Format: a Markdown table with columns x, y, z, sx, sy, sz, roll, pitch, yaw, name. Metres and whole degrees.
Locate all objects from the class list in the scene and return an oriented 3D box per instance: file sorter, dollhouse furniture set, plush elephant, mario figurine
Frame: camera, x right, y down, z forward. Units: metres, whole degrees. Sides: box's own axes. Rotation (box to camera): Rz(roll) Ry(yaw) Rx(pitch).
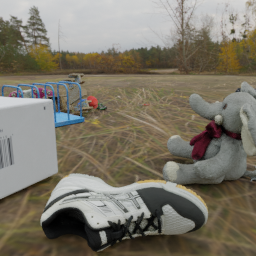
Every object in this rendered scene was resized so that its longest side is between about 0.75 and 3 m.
| x | y | z | sx | sy | sz | roll | pitch | yaw | name |
| --- | --- | --- | --- | --- | --- | --- | --- | --- | --- |
| -3.503 | -0.983 | 11.545 | 1.911 | 1.690 | 2.754 | 12 | 19 | 43 | file sorter |
| -2.903 | -1.412 | 13.286 | 1.332 | 1.758 | 2.006 | -9 | -10 | -44 | dollhouse furniture set |
| 2.095 | 0.075 | 6.235 | 2.671 | 2.068 | 2.200 | 6 | 19 | 17 | plush elephant |
| -2.007 | -1.159 | 14.464 | 0.792 | 0.923 | 1.495 | 14 | -8 | -35 | mario figurine |

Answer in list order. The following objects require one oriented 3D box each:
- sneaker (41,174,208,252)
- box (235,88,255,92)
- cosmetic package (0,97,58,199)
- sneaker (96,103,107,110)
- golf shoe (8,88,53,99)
| x | y | z | sx | sy | sz | roll | pitch | yaw | name |
| --- | --- | --- | --- | --- | --- | --- | --- | --- | --- |
| -0.106 | 1.371 | 4.098 | 2.448 | 0.926 | 1.073 | 0 | 27 | 18 | sneaker |
| 7.228 | -1.547 | 15.136 | 2.675 | 1.055 | 1.888 | 7 | 12 | 24 | box |
| -3.573 | 0.363 | 5.773 | 2.924 | 1.798 | 2.915 | 9 | 16 | 31 | cosmetic package |
| -1.437 | -1.160 | 15.078 | 0.782 | 0.333 | 0.305 | 13 | 19 | 40 | sneaker |
| -5.832 | -1.951 | 17.030 | 2.672 | 1.006 | 1.223 | -4 | 11 | -21 | golf shoe |
